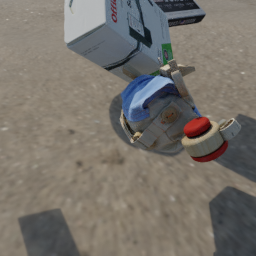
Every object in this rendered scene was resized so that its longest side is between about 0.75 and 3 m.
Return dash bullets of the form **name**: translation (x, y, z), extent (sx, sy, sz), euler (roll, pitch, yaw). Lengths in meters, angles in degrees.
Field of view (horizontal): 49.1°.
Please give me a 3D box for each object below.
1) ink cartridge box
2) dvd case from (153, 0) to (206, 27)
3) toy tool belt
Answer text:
- **ink cartridge box**: translation (-0.069, -1.691, 4.773), extent (0.818, 1.970, 1.444), euler (-17, 68, 34)
- **dvd case**: translation (0.458, -3.721, 7.086), extent (2.191, 0.361, 2.916), euler (-26, 74, -41)
- **toy tool belt**: translation (0.428, -0.339, 3.712), extent (1.222, 1.203, 1.958), euler (-34, 17, -6)
